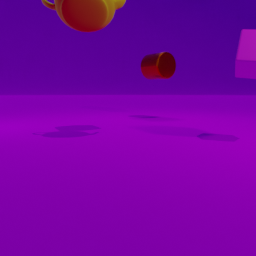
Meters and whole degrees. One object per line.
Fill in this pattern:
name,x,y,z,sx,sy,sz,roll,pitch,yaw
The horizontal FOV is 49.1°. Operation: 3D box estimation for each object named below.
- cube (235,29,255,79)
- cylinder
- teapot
cube,2.661,-1.504,5.788,0.731,0.731,0.731,10,-15,23
cylinder,1.216,-2.491,11.297,1.042,1.042,1.042,-5,10,-36
teapot,-0.796,-2.641,5.725,1.964,0.962,1.221,-2,-33,0
